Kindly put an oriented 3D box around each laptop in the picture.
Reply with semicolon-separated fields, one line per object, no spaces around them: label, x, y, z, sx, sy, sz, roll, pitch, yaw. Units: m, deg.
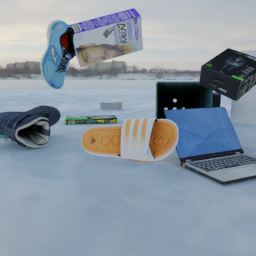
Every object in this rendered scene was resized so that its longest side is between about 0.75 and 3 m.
laptop;2.016;0.228;5.890;1.820;1.126;1.943;-5;11;-25

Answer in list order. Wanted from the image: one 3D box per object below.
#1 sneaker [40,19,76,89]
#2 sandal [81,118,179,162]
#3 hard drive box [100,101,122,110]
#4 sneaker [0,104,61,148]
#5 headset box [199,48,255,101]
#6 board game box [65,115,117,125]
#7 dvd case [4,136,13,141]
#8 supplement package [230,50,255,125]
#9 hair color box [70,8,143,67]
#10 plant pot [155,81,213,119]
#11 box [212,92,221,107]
sneaker;-1.808;-1.890;7.431;0.812;1.804;0.707;26;26;35
sandal;-0.115;0.275;6.148;2.407;0.922;0.690;-5;-11;23
hard drive box;-0.987;-1.335;16.694;1.196;0.459;0.932;0;9;4
sneaker;-2.497;-0.096;8.037;1.740;0.916;2.408;12;17;33
headset box;2.825;-1.487;7.715;1.402;0.650;1.220;-34;51;-27
board game box;-1.547;-0.354;11.802;2.110;0.248;1.105;-1;12;-8
dvd case;-3.068;0.261;8.587;1.135;0.125;0.828;0;10;2
supplement package;5.545;-1.605;11.084;1.614;2.911;2.267;-7;12;-34
hair color box;-0.724;-3.146;9.798;2.427;1.327;0.787;-18;49;-8
plant pot;1.714;-0.625;9.545;1.688;1.687;2.388;0;4;2
box;3.473;-0.830;11.593;0.687;1.229;1.741;3;11;19
